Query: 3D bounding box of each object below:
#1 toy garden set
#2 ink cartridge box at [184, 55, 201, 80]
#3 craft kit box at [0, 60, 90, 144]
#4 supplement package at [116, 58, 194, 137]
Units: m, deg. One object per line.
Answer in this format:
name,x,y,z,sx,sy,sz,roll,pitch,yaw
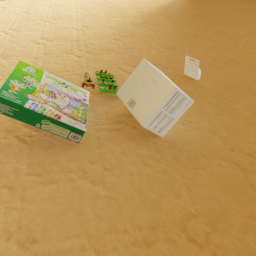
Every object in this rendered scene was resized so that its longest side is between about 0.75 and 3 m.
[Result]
toy garden set,-1.077,-1.847,10.481,1.364,0.326,1.636,5,33,-18
ink cartridge box,2.615,-2.453,11.275,0.222,0.886,0.719,-31,47,-29
craft kit box,-2.432,-0.861,8.482,2.520,0.611,2.489,23,26,-19
supplement package,0.772,-0.940,8.606,1.043,1.465,1.881,26,20,-42
